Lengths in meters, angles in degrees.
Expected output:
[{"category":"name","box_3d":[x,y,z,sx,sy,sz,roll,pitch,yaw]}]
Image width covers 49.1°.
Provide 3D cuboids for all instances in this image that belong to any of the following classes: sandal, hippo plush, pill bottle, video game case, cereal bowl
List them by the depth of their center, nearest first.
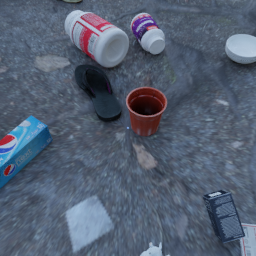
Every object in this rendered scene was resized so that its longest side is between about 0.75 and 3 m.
[{"category":"hippo plush","box_3d":[0.502,2.492,5.166,0.757,0.609,0.603,-26,56,-19]},{"category":"video game case","box_3d":[2.845,2.381,5.574,1.174,0.102,0.839,5,52,4]},{"category":"sandal","box_3d":[-0.854,-1.215,8.074,0.901,0.573,2.396,-23,55,-17]},{"category":"pill bottle","box_3d":[-1.074,-2.934,8.973,1.208,1.208,2.153,-34,56,-23]},{"category":"cereal bowl","box_3d":[3.753,-2.499,9.119,1.206,0.502,1.206,0,52,0]},{"category":"pill bottle","box_3d":[0.695,-3.154,9.424,0.825,0.825,1.468,-16,54,-12]}]

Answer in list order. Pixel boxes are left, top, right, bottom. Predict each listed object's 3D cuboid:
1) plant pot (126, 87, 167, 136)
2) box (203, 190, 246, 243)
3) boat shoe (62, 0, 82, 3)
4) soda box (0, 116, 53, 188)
[{"category":"plant pot","box_3d":[0.446,-0.352,7.158,0.993,0.965,0.993,0,52,0]},{"category":"box","box_3d":[1.865,1.711,5.512,0.454,0.630,0.848,-16,82,2]},{"category":"boat shoe","box_3d":[-2.554,-5.505,11.444,1.439,0.532,0.531,10,53,8]},{"category":"soda box","box_3d":[-2.714,0.593,6.623,0.605,0.640,1.886,29,58,21]}]
